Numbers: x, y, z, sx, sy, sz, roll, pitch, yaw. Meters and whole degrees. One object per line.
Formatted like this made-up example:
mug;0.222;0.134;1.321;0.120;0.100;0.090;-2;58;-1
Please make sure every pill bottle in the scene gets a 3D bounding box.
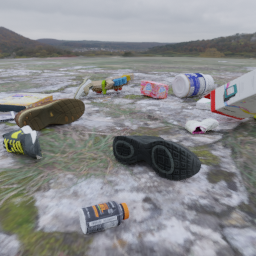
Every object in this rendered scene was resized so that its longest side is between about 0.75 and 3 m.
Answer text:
pill bottle;-0.428;1.640;5.231;0.883;0.469;0.469;-7;19;-23
pill bottle;3.899;-2.559;16.575;2.255;1.350;1.350;-10;21;-29

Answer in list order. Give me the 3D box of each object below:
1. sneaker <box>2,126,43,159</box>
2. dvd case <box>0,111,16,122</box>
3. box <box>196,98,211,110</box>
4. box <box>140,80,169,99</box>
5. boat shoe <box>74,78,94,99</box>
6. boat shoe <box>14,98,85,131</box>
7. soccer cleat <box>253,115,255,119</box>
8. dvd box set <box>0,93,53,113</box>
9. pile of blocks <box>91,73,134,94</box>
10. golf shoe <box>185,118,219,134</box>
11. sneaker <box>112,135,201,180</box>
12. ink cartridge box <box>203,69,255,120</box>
sneaker;-3.180;0.523;8.329;0.945;0.832;2.233;-16;15;-26
dvd case;-5.732;-0.446;12.102;1.671;0.133;1.242;-8;20;-24
box;4.443;-1.269;14.225;1.470;0.370;2.037;9;21;27
box;1.515;-2.266;16.419;0.860;0.794;1.676;0;16;-31
boat shoe;-2.490;-2.132;15.880;0.629;0.688;1.840;32;52;-8
boat shoe;-3.101;-0.657;11.266;2.939;1.058;0.993;-19;28;-40
soccer cleat;5.651;-0.586;11.649;0.523;0.676;1.617;1;18;3
dvd box set;-5.368;-1.325;14.342;2.015;0.405;2.754;3;18;10
pile of blocks;-0.889;-2.584;17.355;2.948;0.916;1.210;-17;29;-14
golf shoe;2.808;-0.009;10.387;1.326;0.499;0.607;-8;33;-10
sneaker;0.837;0.619;7.651;2.611;0.992;1.185;17;18;36
ink cartridge box;4.476;-1.116;11.018;1.690;0.978;2.908;12;-18;-22
